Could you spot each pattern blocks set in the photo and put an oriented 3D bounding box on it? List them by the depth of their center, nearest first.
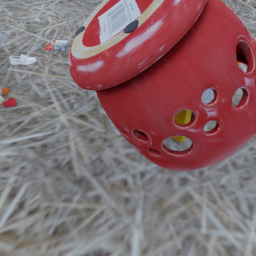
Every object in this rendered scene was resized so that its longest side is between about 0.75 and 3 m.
[{"bbox_3d":[-4.779,-0.959,9.597,1.545,0.142,1.758,-28,49,-28],"label":"pattern blocks set"}]

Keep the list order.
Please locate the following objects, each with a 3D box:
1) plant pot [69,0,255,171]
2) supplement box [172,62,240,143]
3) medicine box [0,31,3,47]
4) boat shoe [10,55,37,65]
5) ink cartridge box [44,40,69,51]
[{"bbox_3d":[0.718,-1.137,5.094,2.998,2.730,2.998,-26,40,24],"label":"plant pot"},{"bbox_3d":[1.562,-1.422,8.893,2.643,1.755,2.607,-33,51,-31],"label":"supplement box"},{"bbox_3d":[-4.041,-2.200,7.380,1.088,0.615,1.195,-1,62,4],"label":"medicine box"},{"bbox_3d":[-4.317,-2.829,11.510,1.060,0.367,0.375,-5,42,-6],"label":"boat shoe"},{"bbox_3d":[-3.232,-3.726,12.589,0.999,0.252,0.544,4,42,3],"label":"ink cartridge box"}]
